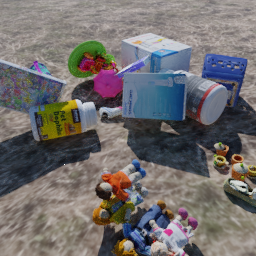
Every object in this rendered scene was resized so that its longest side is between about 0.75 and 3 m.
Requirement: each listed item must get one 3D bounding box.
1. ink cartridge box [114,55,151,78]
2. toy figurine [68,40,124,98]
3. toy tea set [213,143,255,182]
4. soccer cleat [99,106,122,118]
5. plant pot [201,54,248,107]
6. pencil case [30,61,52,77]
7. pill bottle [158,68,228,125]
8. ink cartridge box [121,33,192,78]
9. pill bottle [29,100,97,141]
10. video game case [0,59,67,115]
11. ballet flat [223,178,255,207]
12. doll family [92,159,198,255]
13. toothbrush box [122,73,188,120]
[{"bbox_3d":[0.215,-2.600,12.096,1.356,0.297,1.369,-22,15,28],"label":"ink cartridge box"},{"bbox_3d":[-1.091,-2.527,13.601,2.865,2.151,2.637,1,42,-49],"label":"toy figurine"},{"bbox_3d":[3.406,1.029,9.089,1.037,0.645,1.744,-21,40,-27],"label":"toy tea set"},{"bbox_3d":[-0.603,-0.605,11.717,1.192,0.416,0.515,1,55,0],"label":"soccer cleat"},{"bbox_3d":[4.162,-2.017,12.465,1.870,1.870,1.681,11,44,14],"label":"plant pot"},{"bbox_3d":[-4.139,-2.431,13.667,0.966,1.049,2.269,-27,40,-15],"label":"pencil case"},{"bbox_3d":[2.489,-1.426,11.709,1.663,1.663,2.871,-28,43,-33],"label":"pill bottle"},{"bbox_3d":[1.295,-3.210,13.859,2.097,2.060,2.848,-25,42,-32],"label":"ink cartridge box"},{"bbox_3d":[-2.390,-0.339,10.484,2.340,1.278,1.278,-11,37,-15],"label":"pill bottle"},{"bbox_3d":[-3.900,-1.362,10.436,2.710,1.941,0.244,16,37,-22],"label":"video game case"},{"bbox_3d":[3.465,1.860,8.056,1.464,0.518,0.518,24,42,30],"label":"ballet flat"},{"bbox_3d":[0.194,2.319,7.028,2.934,1.322,1.821,42,43,22],"label":"doll family"},{"bbox_3d":[1.020,-1.191,10.649,2.326,1.703,0.992,3,4,15],"label":"toothbrush box"}]
